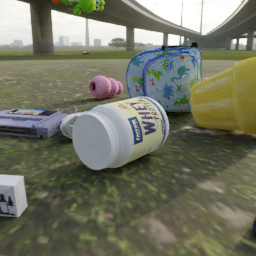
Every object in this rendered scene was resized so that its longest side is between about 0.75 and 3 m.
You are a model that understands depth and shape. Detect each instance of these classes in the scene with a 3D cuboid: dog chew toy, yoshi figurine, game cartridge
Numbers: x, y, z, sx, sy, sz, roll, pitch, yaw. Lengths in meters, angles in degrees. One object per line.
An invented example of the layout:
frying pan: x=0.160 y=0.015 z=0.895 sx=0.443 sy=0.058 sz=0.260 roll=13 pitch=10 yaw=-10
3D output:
dog chew toy: x=-1.057 y=-2.091 z=14.501 sx=1.883 sy=1.173 sz=1.173 roll=-5 pitch=16 yaw=-42
yoshi figurine: x=-1.360 y=-3.466 z=7.463 sx=1.430 sy=0.801 sz=0.804 roll=21 pitch=-17 yaw=7
game cartridge: x=-3.496 y=-0.220 z=9.442 sx=2.772 sy=0.532 sz=1.797 roll=4 pitch=22 yaw=13

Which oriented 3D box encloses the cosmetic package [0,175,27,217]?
cosmetic package: x=-2.530 y=1.123 z=4.780 sx=1.489 sy=0.615 sz=0.377 roll=2 pitch=16 yaw=7

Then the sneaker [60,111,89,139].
sneaker: x=-1.722 y=-0.077 z=8.740 sx=0.814 sy=0.715 sz=2.032 roll=-4 pitch=9 yaw=10

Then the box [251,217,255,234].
box: x=2.623 y=1.468 z=4.236 sx=1.115 sy=0.277 sz=1.107 roll=15 pitch=23 yaw=39

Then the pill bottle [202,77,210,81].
pill bottle: x=4.508 y=-1.962 z=13.842 sx=2.122 sy=1.174 sz=1.174 roll=-12 pitch=21 yaw=-34

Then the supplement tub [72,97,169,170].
supplement tub: x=-0.140 y=0.089 z=6.669 sx=1.469 sy=1.469 sz=2.026 roll=14 pitch=22 yaw=38

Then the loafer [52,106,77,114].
loafer: x=-2.606 y=-0.641 z=10.894 sx=1.233 sy=0.388 sz=0.443 roll=-6 pitch=18 yaw=-20

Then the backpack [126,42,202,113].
backpack: x=1.415 y=-1.898 z=11.123 sx=2.949 sy=2.698 sz=2.167 roll=-3 pitch=16 yaw=7

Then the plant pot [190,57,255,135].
plant pot: x=3.250 y=-0.876 z=8.905 sx=2.169 sy=2.305 sz=2.305 roll=-8 pitch=11 yaw=33
